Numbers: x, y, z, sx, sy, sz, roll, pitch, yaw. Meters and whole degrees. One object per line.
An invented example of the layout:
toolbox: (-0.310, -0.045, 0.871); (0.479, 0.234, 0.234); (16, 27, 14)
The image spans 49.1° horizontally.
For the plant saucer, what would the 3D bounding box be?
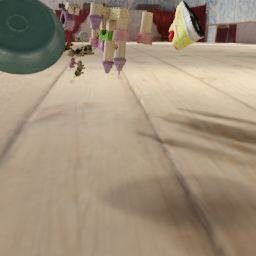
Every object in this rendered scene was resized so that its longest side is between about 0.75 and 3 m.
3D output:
plant saucer: (-2.792, -2.551, 7.100); (2.477, 2.477, 0.445); (-10, -15, -25)

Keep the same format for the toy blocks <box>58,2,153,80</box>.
toy blocks: (-0.890, -3.182, 10.367); (2.791, 2.349, 2.608); (-5, 22, -32)

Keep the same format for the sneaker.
sneaker: (1.597, -3.059, 8.399); (0.963, 0.833, 2.132); (-37, 27, 32)

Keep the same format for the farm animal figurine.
farm animal figurine: (-1.603, -2.347, 9.035); (1.172, 1.185, 0.618); (-24, 8, 21)
